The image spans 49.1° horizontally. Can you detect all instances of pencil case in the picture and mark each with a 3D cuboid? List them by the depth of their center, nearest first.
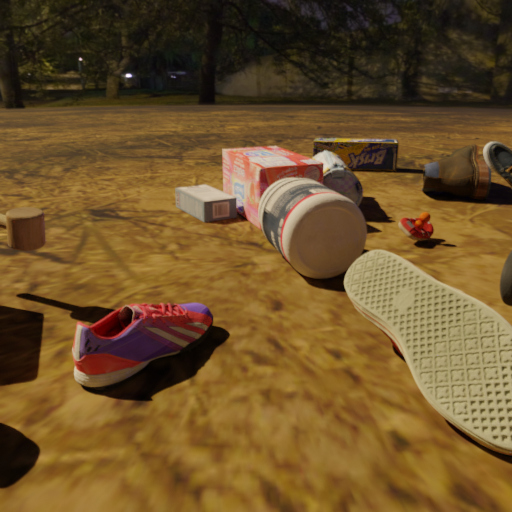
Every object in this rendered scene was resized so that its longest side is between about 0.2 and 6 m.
[{"bbox_3d":[1.682,-1.669,12.565,1.021,1.114,2.457,-19,16,7],"label":"pencil case"}]

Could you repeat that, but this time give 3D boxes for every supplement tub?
[{"bbox_3d":[0.810,-0.508,8.827,1.293,1.293,1.842,-5,19,-14],"label":"supplement tub"}]

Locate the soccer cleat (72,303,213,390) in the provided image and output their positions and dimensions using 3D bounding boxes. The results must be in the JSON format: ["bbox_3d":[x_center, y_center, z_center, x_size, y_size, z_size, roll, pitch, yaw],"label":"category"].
[{"bbox_3d":[-1.131,0.768,6.014,0.627,0.672,1.838,14,23,37],"label":"soccer cleat"}]

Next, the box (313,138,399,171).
[{"bbox_3d":[3.048,-3.136,17.259,2.557,0.896,0.822,3,19,11],"label":"box"}]

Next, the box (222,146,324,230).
[{"bbox_3d":[0.261,-1.516,11.861,1.370,1.264,2.670,-7,20,-19],"label":"box"}]

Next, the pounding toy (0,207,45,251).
[{"bbox_3d":[-4.015,0.162,6.849,2.808,1.285,2.466,-6,19,-16],"label":"pounding toy"}]

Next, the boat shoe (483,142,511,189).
[{"bbox_3d":[5.756,-1.865,12.287,0.602,1.702,0.773,-41,2,1],"label":"boat shoe"}]

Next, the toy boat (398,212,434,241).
[{"bbox_3d":[2.918,-0.568,9.965,0.737,0.482,0.481,-1,45,-47],"label":"toy boat"}]

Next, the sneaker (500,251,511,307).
[{"bbox_3d":[4.603,0.217,7.168,2.921,0.975,1.565,-8,18,-31],"label":"sneaker"}]

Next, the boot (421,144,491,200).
[{"bbox_3d":[4.880,-2.252,14.275,1.500,1.156,3.094,5,21,7],"label":"boot"}]

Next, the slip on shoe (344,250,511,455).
[{"bbox_3d":[1.837,0.847,5.490,1.007,0.832,2.718,-45,34,4],"label":"slip on shoe"}]

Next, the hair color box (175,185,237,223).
[{"bbox_3d":[-1.100,-1.149,12.046,0.759,0.465,1.534,-10,22,-28],"label":"hair color box"}]
